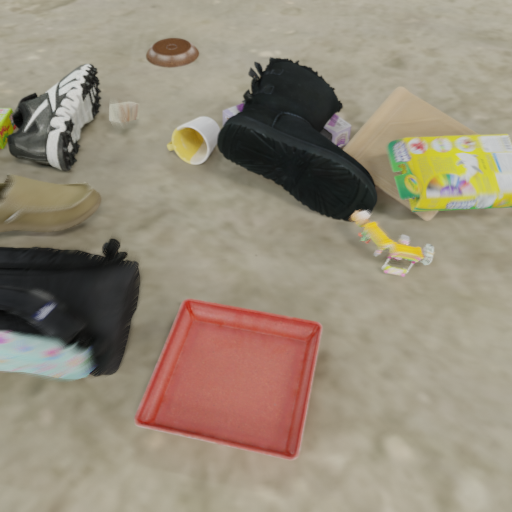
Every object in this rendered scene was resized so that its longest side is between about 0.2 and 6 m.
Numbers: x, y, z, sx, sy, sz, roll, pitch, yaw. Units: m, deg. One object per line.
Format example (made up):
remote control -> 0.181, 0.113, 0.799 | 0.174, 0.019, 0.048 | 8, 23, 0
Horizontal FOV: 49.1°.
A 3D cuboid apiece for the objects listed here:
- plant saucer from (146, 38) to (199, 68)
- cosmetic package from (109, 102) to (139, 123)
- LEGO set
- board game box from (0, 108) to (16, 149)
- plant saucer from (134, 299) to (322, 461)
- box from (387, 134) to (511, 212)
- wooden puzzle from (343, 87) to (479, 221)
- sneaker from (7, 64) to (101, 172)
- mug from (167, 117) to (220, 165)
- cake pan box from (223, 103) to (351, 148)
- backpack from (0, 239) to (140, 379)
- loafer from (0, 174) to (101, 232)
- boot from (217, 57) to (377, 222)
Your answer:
plant saucer -> -2.148, -5.245, 14.320 | 1.364, 0.250, 1.364 | 0, 47, 0
cosmetic package -> -2.673, -2.927, 11.387 | 0.285, 0.337, 0.653 | 16, 26, 18
LEGO set -> 2.096, -0.123, 9.042 | 1.460, 0.543, 0.672 | 26, 44, 6
board game box -> -6.092, -2.676, 11.712 | 1.815, 0.432, 0.922 | 1, 46, 1
plant saucer -> -0.291, 1.646, 7.606 | 2.104, 0.387, 2.108 | 9, 46, 9
box -> 3.326, -1.401, 9.480 | 2.180, 0.527, 1.279 | -2, 62, -8
wooden puzzle -> 2.906, -1.902, 10.378 | 2.057, 0.383, 1.903 | 39, 83, 14
sneaker -> -4.206, -3.039, 11.607 | 1.489, 1.094, 3.292 | 4, 48, 0
mug -> -1.221, -2.424, 11.261 | 1.026, 0.822, 0.842 | 22, 42, 12
cake pan box -> 0.630, -2.640, 11.619 | 1.923, 0.546, 2.088 | -27, 53, -21
backpack -> -2.913, 0.766, 7.630 | 2.360, 1.494, 1.970 | 6, 40, -2
loafer -> -3.829, -0.904, 9.303 | 2.401, 0.809, 0.913 | -11, 41, -14
boot -> 1.010, -2.297, 10.478 | 3.226, 1.194, 2.644 | 27, 47, 1
